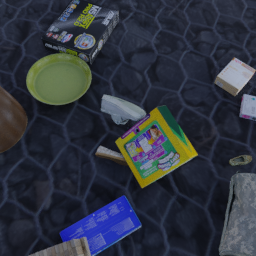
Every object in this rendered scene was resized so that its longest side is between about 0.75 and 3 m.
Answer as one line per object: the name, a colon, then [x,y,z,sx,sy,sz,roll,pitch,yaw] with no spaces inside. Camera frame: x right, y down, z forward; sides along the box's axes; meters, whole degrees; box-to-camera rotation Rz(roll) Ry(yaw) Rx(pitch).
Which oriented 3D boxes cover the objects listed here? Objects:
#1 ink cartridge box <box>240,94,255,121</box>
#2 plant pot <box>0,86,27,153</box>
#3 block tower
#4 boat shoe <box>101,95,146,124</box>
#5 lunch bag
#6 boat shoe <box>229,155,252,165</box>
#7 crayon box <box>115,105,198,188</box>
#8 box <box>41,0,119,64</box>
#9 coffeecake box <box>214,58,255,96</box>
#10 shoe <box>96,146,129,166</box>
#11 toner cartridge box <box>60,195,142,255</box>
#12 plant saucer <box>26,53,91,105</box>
ink cartridge box: [5.194,-0.686,10.802,1.600,0.336,0.954,13,63,11]
plant pot: [-5.118,-0.725,9.484,2.512,2.688,2.512,0,62,0]
block tower: [-2.289,3.780,7.864,2.402,0.694,0.649,-22,67,4]
boat shoe: [-0.225,-0.532,9.767,0.781,0.798,2.240,6,16,-39]
lunch bag: [3.977,2.736,8.065,2.305,1.915,2.748,15,61,15]
boat shoe: [3.999,1.117,9.875,0.827,0.260,0.302,-8,62,-4]
crayon box: [0.828,0.633,8.975,0.620,2.127,1.835,-17,72,-52]
box: [-2.072,-4.445,12.610,2.371,0.655,2.959,21,64,11]
coffeecake box: [4.375,-2.106,11.463,1.017,0.484,1.325,39,68,18]
shoe: [-0.442,0.965,9.814,1.374,0.480,0.367,16,64,5]
toner cartridge box: [-0.823,3.145,8.660,2.276,0.491,1.081,-27,66,-13]
plant saucer: [-2.764,-1.934,11.385,2.573,0.400,2.573,1,62,-2]
